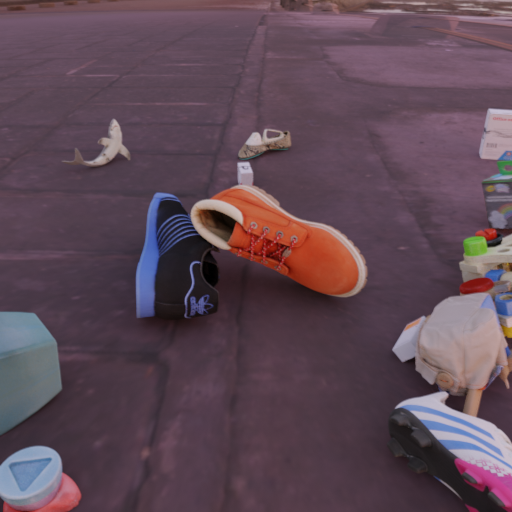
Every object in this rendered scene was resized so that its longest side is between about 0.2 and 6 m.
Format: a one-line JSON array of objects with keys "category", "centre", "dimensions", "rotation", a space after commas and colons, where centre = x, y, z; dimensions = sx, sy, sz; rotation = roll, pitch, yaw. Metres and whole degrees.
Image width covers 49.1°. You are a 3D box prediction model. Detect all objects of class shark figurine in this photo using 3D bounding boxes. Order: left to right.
[{"category": "shark figurine", "centre": [-4.318, -2.793, 15.488], "dimensions": [0.785, 1.124, 1.881], "rotation": [-4, 37, 48]}]

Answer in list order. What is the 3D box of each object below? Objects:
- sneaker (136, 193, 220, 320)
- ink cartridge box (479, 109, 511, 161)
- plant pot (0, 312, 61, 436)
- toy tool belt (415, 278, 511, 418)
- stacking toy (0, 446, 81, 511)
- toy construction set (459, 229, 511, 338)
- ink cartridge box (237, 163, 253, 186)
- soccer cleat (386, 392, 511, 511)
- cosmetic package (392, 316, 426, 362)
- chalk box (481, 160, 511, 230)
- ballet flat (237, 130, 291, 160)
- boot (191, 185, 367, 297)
[{"category": "sneaker", "centre": [-1.337, -0.039, 10.118], "dimensions": [1.356, 1.221, 3.482], "rotation": [3, 34, -7]}, {"category": "ink cartridge box", "centre": [6.847, -3.372, 15.614], "dimensions": [0.941, 1.297, 0.543], "rotation": [7, 31, 12]}, {"category": "plant pot", "centre": [-3.599, 1.552, 7.199], "dimensions": [1.895, 1.339, 1.339], "rotation": [-16, 33, -36]}, {"category": "toy tool belt", "centre": [3.069, 1.270, 7.935], "dimensions": [1.348, 1.327, 2.159], "rotation": [-13, 10, 36]}, {"category": "stacking toy", "centre": [-2.519, 2.723, 5.689], "dimensions": [1.478, 0.689, 1.632], "rotation": [24, 38, 35]}, {"category": "toy construction set", "centre": [4.928, 0.134, 9.099], "dimensions": [3.784, 1.743, 2.481], "rotation": [-5, 8, -23]}, {"category": "ink cartridge box", "centre": [-0.277, -1.954, 13.935], "dimensions": [0.303, 0.528, 0.727], "rotation": [-4, 30, -7]}, {"category": "soccer cleat", "centre": [2.591, 2.366, 6.089], "dimensions": [1.124, 0.909, 2.604], "rotation": [-16, 33, -25]}, {"category": "cosmetic package", "centre": [2.384, 1.256, 8.485], "dimensions": [0.258, 0.368, 0.725], "rotation": [50, 41, 0]}, {"category": "chalk box", "centre": [5.402, -1.336, 11.744], "dimensions": [0.864, 1.396, 0.868], "rotation": [-21, 14, -26]}, {"category": "ballet flat", "centre": [0.224, -3.275, 16.068], "dimensions": [1.809, 0.681, 0.613], "rotation": [-19, 34, -29]}, {"category": "boot", "centre": [0.330, -0.152, 9.535], "dimensions": [3.122, 1.171, 1.674], "rotation": [31, 23, 22]}]
